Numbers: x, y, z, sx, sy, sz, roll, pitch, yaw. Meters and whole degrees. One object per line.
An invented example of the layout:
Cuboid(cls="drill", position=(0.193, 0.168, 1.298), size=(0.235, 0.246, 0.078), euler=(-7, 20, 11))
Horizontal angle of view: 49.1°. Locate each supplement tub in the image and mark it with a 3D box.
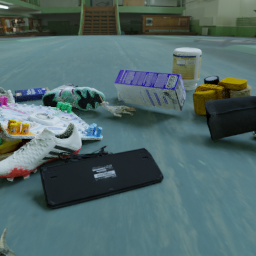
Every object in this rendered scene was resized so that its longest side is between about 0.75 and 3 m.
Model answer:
Cuboid(cls="supplement tub", position=(3.070, -3.117, 14.783), size=(1.455, 2.015, 1.455), euler=(0, 24, 0))

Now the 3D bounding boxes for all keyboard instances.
Cuboid(cls="keyboard", position=(-0.661, 1.145, 6.971), size=(2.862, 0.567, 1.490), euler=(-8, 47, -21))

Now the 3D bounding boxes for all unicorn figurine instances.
Cuboid(cls="unicorn figurine", position=(-0.427, -0.756, 11.112), size=(0.972, 0.523, 1.416), euler=(24, 5, 41))

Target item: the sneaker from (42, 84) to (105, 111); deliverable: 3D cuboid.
Cuboid(cls="sneaker", position=(-2.229, -1.500, 12.246), size=(2.632, 1.023, 1.841), euler=(2, 24, 3))

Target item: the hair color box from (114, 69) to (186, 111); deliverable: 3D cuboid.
Cuboid(cls="hair color box", position=(0.913, -1.547, 11.366), size=(2.625, 1.435, 0.851), euler=(12, 66, 27))

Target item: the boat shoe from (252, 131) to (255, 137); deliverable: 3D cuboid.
Cuboid(cls="boat shoe", position=(4.797, 0.138, 9.149), size=(1.368, 0.426, 0.510), euler=(2, 23, 10))

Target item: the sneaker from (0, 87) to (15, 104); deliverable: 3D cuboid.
Cuboid(cls="sneaker", position=(-5.758, -1.407, 12.297), size=(1.656, 0.825, 0.620), euler=(3, 24, 12))

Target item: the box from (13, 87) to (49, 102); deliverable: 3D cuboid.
Cuboid(cls="box", position=(-4.719, -1.601, 13.435), size=(1.894, 0.307, 1.147), euler=(-11, 25, -22))

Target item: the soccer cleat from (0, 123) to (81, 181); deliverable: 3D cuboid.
Cuboid(cls="soccer cleat", position=(-2.335, 0.554, 7.355), size=(2.469, 1.051, 0.847), euler=(-18, 28, -36))

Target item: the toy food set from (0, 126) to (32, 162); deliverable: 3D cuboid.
Cuboid(cls="toy food set", position=(-3.757, 0.247, 8.601), size=(2.609, 0.641, 2.635), euler=(18, 28, 36))

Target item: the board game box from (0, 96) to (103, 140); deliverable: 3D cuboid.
Cuboid(cls="board game box", position=(-2.734, -0.385, 9.250), size=(2.968, 0.384, 2.968), euler=(3, 20, -37))

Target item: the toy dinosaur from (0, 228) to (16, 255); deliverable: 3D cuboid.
Cuboid(cls="toy dinosaur", position=(-2.120, 2.124, 4.645), size=(0.554, 0.299, 1.258), euler=(1, 18, -38))

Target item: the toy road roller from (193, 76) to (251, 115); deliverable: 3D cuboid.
Cuboid(cls="toy road roller", position=(3.577, -1.130, 11.103), size=(1.592, 1.341, 2.181), euler=(-30, 30, -29))

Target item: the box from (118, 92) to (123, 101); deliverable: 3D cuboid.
Cuboid(cls="box", position=(0.323, -1.886, 13.189), size=(1.606, 0.999, 0.783), euler=(-3, 23, -7))

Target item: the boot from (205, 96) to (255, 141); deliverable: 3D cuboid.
Cuboid(cls="boot", position=(4.000, -0.034, 8.627), size=(2.913, 0.956, 2.401), euler=(-6, 49, 7))
